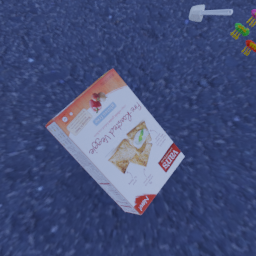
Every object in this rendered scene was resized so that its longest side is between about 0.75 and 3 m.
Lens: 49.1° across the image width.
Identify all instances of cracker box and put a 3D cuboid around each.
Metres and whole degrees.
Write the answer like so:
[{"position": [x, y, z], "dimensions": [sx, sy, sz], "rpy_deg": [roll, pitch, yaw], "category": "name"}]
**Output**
[{"position": [-0.177, 0.305, 5.967], "dimensions": [2.587, 0.746, 1.733], "rpy_deg": [50, 62, -13], "category": "cracker box"}]

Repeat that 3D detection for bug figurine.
[{"position": [2.958, -2.193, 6.331], "dimensions": [0.952, 1.227, 0.316], "rpy_deg": [37, 68, -7], "category": "bug figurine"}]

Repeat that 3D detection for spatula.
[{"position": [1.948, -3.068, 6.424], "dimensions": [0.138, 1.194, 1.717], "rpy_deg": [1, 20, -24], "category": "spatula"}]
